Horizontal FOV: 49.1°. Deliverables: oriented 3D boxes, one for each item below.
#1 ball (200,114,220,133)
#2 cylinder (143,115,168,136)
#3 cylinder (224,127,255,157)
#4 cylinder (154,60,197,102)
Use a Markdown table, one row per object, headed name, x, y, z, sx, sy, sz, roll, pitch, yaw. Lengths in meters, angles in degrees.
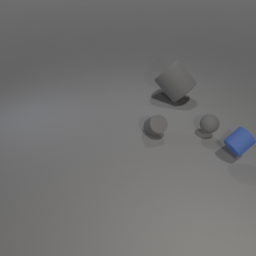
| name | x | y | z | sx | sy | sz | roll | pitch | yaw |
| --- | --- | --- | --- | --- | --- | --- | --- | --- | --- |
| ball | 3.000 | -0.159 | 10.300 | 0.700 | 0.700 | 0.700 | 0 | 31 | 0 |
| cylinder | 1.021 | -0.098 | 10.497 | 0.700 | 0.700 | 0.700 | -12 | -5 | -19 |
| cylinder | 3.569 | 0.434 | 8.972 | 0.700 | 0.700 | 0.700 | -41 | 37 | 2 |
| cylinder | 2.175 | -2.151 | 12.897 | 1.400 | 1.400 | 1.400 | 49 | 38 | -5 |
